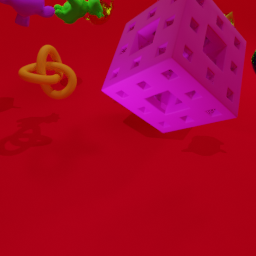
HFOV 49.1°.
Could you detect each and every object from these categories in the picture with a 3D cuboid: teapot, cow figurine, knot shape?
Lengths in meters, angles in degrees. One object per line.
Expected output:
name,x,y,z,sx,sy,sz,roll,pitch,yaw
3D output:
teapot,-0.944,-3.936,9.396,1.350,0.661,0.839,-11,55,22
cow figurine,-1.218,-3.034,7.224,1.053,1.070,0.588,27,33,-43
knot shape,-2.066,-1.375,7.024,1.296,0.640,1.385,-16,79,-38

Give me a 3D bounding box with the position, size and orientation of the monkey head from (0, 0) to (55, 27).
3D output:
monkey head,-2.923,-3.400,7.900,1.614,1.161,0.973,13,26,-21

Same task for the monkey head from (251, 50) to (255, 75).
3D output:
monkey head,3.452,-1.622,6.627,0.977,1.358,0.819,-18,27,27

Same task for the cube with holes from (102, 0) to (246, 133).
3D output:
cube with holes,0.486,-0.634,2.843,0.929,0.929,0.929,-14,51,49

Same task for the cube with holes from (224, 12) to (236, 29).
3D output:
cube with holes,2.151,-2.210,7.713,1.322,1.322,1.322,-2,29,40
